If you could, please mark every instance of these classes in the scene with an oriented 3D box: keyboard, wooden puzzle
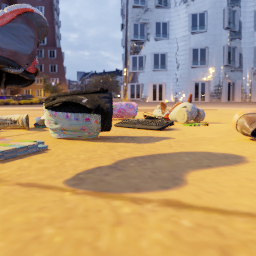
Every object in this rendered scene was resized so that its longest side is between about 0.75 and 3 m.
[{"bbox_3d":[0.622,-0.312,10.726,2.425,0.480,1.262,6,16,45],"label":"keyboard"},{"bbox_3d":[-2.674,0.400,5.533,1.496,0.177,2.523,2,6,22],"label":"wooden puzzle"}]

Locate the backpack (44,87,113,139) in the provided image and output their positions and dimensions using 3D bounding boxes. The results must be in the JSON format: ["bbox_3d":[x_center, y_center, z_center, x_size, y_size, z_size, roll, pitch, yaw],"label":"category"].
[{"bbox_3d":[-1.358,-0.386,7.678,1.873,1.185,1.563,-1,25,-1],"label":"backpack"}]

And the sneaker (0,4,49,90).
[{"bbox_3d":[-2.035,-1.195,4.794,1.156,1.228,2.999,-39,13,30],"label":"sneaker"}]

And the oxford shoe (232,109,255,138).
[{"bbox_3d":[4.076,0.011,7.410,2.470,0.881,0.900,-3,28,-8],"label":"oxford shoe"}]

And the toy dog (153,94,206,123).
[{"bbox_3d":[2.336,-0.981,13.749,2.848,1.372,1.878,3,6,30],"label":"toy dog"}]

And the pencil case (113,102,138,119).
[{"bbox_3d":[-0.615,-0.964,15.891,2.392,1.046,1.046,-4,7,-32],"label":"pencil case"}]

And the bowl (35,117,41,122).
[{"bbox_3d":[-3.559,-0.351,12.961,1.421,0.279,1.421,0,6,0],"label":"bowl"}]

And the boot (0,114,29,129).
[{"bbox_3d":[-4.221,-0.227,10.183,1.189,0.557,1.529,-2,6,-20],"label":"boot"}]

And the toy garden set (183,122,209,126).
[{"bbox_3d":[2.858,-0.178,11.679,0.860,0.172,0.717,-4,6,-33],"label":"toy garden set"}]

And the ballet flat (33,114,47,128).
[{"bbox_3d":[-2.788,-0.308,10.703,1.829,0.668,0.668,2,6,18],"label":"ballet flat"}]
